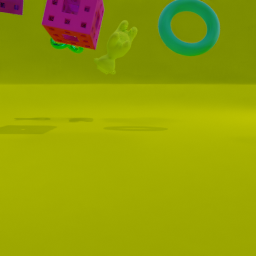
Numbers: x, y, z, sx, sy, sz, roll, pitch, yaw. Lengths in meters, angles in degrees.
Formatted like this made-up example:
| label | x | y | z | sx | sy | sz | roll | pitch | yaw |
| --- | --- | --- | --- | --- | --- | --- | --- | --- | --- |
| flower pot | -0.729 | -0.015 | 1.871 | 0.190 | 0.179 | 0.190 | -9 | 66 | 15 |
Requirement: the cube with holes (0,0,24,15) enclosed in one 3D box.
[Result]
| label | x | y | z | sx | sy | sz | roll | pitch | yaw |
| --- | --- | --- | --- | --- | --- | --- | --- | --- | --- |
| cube with holes | -3.850 | -4.087 | 8.126 | 1.186 | 1.186 | 1.186 | -11 | 34 | -44 |

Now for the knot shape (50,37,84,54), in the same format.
| label | x | y | z | sx | sy | sz | roll | pitch | yaw |
| --- | --- | --- | --- | --- | --- | --- | --- | --- | --- |
| knot shape | -2.190 | -3.219 | 9.891 | 1.239 | 1.324 | 0.612 | -9 | 18 | 14 |

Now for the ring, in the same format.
| label | x | y | z | sx | sy | sz | roll | pitch | yaw |
| --- | --- | --- | --- | --- | --- | --- | --- | --- | --- |
| ring | 1.710 | -2.836 | 7.853 | 1.747 | 1.747 | 0.349 | -1 | -12 | -4 |

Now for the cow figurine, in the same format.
| label | x | y | z | sx | sy | sz | roll | pitch | yaw |
| --- | --- | --- | --- | --- | --- | --- | --- | --- | --- |
| cow figurine | -0.455 | -2.741 | 9.861 | 0.914 | 1.666 | 1.639 | 32 | -33 | -11 |

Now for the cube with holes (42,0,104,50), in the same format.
| label | x | y | z | sx | sy | sz | roll | pitch | yaw |
| --- | --- | --- | --- | --- | --- | --- | --- | --- | --- |
| cube with holes | -1.440 | -3.064 | 7.679 | 1.252 | 1.252 | 1.252 | 12 | -2 | 1 |
